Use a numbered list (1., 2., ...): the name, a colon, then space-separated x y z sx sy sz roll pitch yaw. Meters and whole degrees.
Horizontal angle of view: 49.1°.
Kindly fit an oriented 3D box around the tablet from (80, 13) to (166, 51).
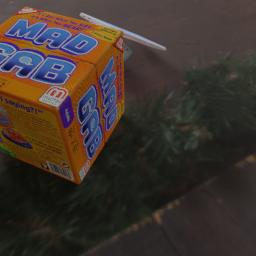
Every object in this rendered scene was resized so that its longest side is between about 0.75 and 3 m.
1. tablet: -0.100 -3.112 9.204 2.672 0.182 1.738 2 28 -47

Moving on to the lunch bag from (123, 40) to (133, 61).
1. lunch bag: -0.531 -2.529 9.462 1.086 0.662 0.925 -43 54 17

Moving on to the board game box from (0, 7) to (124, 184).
1. board game box: -1.834 -0.810 6.797 2.681 2.679 2.679 19 54 15
